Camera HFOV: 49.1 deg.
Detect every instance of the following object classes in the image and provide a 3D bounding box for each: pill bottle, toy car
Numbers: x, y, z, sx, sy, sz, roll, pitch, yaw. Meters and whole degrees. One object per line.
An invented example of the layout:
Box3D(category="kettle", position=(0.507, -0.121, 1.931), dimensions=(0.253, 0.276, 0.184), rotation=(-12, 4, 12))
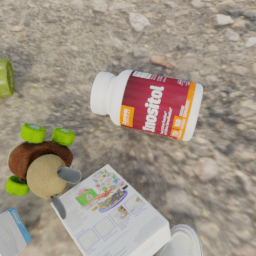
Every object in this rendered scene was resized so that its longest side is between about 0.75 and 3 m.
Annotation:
Box3D(category="pill bottle", position=(0.518, -0.731, 8.119), dimensions=(2.965, 1.675, 1.675), rotation=(12, 56, 10))
Box3D(category="toy car", position=(-1.660, 1.040, 6.327), dimensions=(1.591, 1.656, 2.016), rotation=(9, 14, -43))

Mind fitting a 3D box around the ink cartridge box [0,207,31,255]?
Box3D(category="ink cartridge box", position=(-2.859, 2.432, 5.823), dimensions=(0.914, 1.423, 0.891), rotation=(-27, 90, 2))

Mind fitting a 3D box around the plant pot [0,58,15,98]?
Box3D(category="plant pot", position=(-4.521, -1.519, 8.672), dimensions=(1.725, 1.792, 1.792), rotation=(-4, 55, -10))

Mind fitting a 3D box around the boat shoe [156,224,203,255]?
Box3D(category="boat shoe", position=(0.786, 3.271, 5.592), dimensions=(1.063, 1.047, 2.998), rotation=(11, 54, 26))

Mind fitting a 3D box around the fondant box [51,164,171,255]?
Box3D(category="fondant box", position=(-0.448, 2.077, 6.350), dimensions=(1.708, 0.690, 2.368), rotation=(-33, 43, -21))
